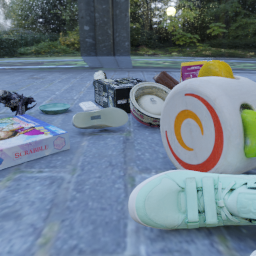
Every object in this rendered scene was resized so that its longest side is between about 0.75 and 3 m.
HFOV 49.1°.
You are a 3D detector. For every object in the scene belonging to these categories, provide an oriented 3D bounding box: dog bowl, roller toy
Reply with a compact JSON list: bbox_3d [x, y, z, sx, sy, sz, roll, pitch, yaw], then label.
[{"bbox_3d":[0.900,-0.823,10.269,1.859,0.685,1.859,8,49,-9],"label":"dog bowl"},{"bbox_3d":[2.008,-0.040,6.377,1.748,2.282,2.501,-11,52,-31],"label":"roller toy"}]

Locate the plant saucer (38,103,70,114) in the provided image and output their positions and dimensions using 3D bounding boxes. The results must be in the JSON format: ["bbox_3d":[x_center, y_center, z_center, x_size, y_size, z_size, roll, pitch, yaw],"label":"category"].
[{"bbox_3d":[-3.200,-0.833,12.238,1.358,0.244,1.358,0,17,0],"label":"plant saucer"}]

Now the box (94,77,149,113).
[{"bbox_3d":[-0.135,-1.596,13.089,2.191,1.152,2.676,-9,20,-25],"label":"box"}]

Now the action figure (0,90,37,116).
[{"bbox_3d":[-4.621,-0.761,10.254,1.712,1.470,2.881,0,-11,27],"label":"action figure"}]

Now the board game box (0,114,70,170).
[{"bbox_3d":[-3.584,0.341,8.076,2.725,0.562,2.731,-17,24,-42],"label":"board game box"}]

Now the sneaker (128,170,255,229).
[{"bbox_3d":[1.390,1.068,4.329,2.627,0.967,1.549,-2,-12,-13],"label":"sneaker"}]

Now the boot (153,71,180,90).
[{"bbox_3d":[2.374,-1.803,12.456,2.523,0.810,2.352,36,28,6],"label":"boot"}]

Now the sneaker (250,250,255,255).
[{"bbox_3d":[1.717,2.099,2.676,1.009,0.758,2.026,-19,18,-17],"label":"sneaker"}]

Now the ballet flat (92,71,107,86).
[{"bbox_3d":[-1.903,-3.325,18.807,0.930,0.935,2.734,-5,18,1],"label":"ballet flat"}]

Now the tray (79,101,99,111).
[{"bbox_3d":[-1.822,-1.046,13.059,0.716,0.148,1.334,-8,19,-19],"label":"tray"}]

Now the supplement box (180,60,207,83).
[{"bbox_3d":[2.534,-1.337,10.422,0.997,1.932,1.265,-5,-27,5],"label":"supplement box"}]

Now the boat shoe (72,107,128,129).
[{"bbox_3d":[-0.986,-0.308,9.656,1.956,0.682,0.697,-5,-4,-21],"label":"boat shoe"}]
